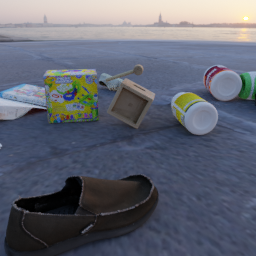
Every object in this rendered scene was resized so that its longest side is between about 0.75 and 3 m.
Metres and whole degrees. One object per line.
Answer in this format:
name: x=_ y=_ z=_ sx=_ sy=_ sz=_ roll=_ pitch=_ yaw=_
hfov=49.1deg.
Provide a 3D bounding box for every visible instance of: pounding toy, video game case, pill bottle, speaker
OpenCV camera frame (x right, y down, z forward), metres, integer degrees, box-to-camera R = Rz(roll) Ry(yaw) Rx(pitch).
pounding toy: x=0.058 y=-1.209 z=8.928 sx=1.597 sy=1.818 sz=0.832 roll=28 pitch=24 yaw=-1
video game case: x=-3.584 y=-1.348 z=11.591 sx=2.583 sy=0.230 sz=1.849 roll=11 pitch=21 yaw=6
pill bottle: x=4.148 y=-2.121 z=12.656 sx=1.293 sy=1.293 sz=2.289 roll=1 pitch=21 yaw=2
speaker: x=6.238 y=-1.820 z=11.999 sx=2.802 sy=1.239 sz=1.239 roll=-1 pitch=22 yaw=0
pill bottle: x=2.043 y=-0.562 z=9.065 sx=1.028 sy=1.028 sz=1.828 roll=-4 pitch=22 yaw=-9

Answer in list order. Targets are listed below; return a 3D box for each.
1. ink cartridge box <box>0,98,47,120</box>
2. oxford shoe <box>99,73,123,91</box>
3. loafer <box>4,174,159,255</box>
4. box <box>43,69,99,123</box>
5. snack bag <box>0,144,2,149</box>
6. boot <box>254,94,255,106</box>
ink cartridge box: x=-4.399 y=-0.735 z=10.548 sx=2.294 sy=0.575 sz=1.860 roll=4 pitch=12 yaw=-46
oxford shoe: x=-0.612 y=-2.069 z=13.558 sx=2.101 sy=0.790 sz=0.607 roll=25 pitch=74 yaw=32
loafer: x=-0.603 y=1.246 z=4.573 sx=2.709 sy=0.966 sz=0.989 roll=-14 pitch=26 yaw=-32
box: x=-1.906 y=-1.122 z=9.650 sx=1.697 sy=1.635 sz=1.035 roll=-3 pitch=22 yaw=-8
snack bag: x=-4.287 y=0.453 z=7.710 sx=1.262 sy=0.143 sz=1.339 roll=-16 pitch=26 yaw=-33
boot: x=6.206 y=-1.000 z=10.240 sx=2.263 sy=1.022 sz=2.762 roll=-2 pitch=19 yaw=-2
